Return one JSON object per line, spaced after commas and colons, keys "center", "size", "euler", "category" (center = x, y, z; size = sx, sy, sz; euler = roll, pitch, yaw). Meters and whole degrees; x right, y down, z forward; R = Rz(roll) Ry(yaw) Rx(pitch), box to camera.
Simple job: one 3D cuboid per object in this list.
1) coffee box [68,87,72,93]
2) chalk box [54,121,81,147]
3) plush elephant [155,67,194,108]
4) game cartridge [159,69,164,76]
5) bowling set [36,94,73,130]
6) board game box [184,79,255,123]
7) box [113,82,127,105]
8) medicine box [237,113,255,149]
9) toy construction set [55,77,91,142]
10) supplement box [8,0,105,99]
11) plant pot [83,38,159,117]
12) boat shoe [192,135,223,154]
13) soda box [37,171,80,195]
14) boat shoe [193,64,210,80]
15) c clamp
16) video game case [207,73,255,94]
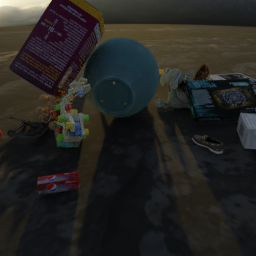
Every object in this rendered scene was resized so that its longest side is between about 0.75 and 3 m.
{"center": [-2.512, -1.913, 13.899], "size": [0.932, 0.205, 0.573], "euler": [-4, 26, -8], "category": "coffee box"}
{"center": [-1.898, 0.148, 8.951], "size": [0.751, 0.755, 1.214], "euler": [1, 24, 2], "category": "chalk box"}
{"center": [2.177, -1.801, 11.924], "size": [2.191, 1.696, 1.805], "euler": [-7, 26, -14], "category": "plush elephant"}
{"center": [2.169, -3.360, 17.017], "size": [0.888, 0.163, 1.008], "euler": [5, 28, 9], "category": "game cartridge"}
{"center": [-2.815, -0.954, 10.469], "size": [1.168, 1.514, 2.175], "euler": [-18, 27, -36], "category": "bowling set"}
{"center": [3.722, -1.114, 10.979], "size": [2.743, 0.386, 1.855], "euler": [-2, 56, -8], "category": "board game box"}
{"center": [-0.145, -1.439, 11.485], "size": [1.153, 0.805, 1.515], "euler": [-37, 40, -25], "category": "box"}
{"center": [4.404, 0.114, 9.042], "size": [1.409, 0.725, 1.283], "euler": [5, 26, 9], "category": "medicine box"}
{"center": [-1.604, -0.459, 8.008], "size": [0.957, 1.362, 2.078], "euler": [9, 52, -15], "category": "toy construction set"}
{"center": [-2.160, -2.606, 9.105], "size": [1.523, 2.952, 1.933], "euler": [33, 0, -5], "category": "supplement box"}
{"center": [-0.355, -1.541, 10.121], "size": [2.940, 2.940, 1.980], "euler": [3, 31, 6], "category": "plant pot"}
{"center": [2.515, 0.428, 8.842], "size": [0.406, 0.336, 1.129], "euler": [-16, 30, -30], "category": "boat shoe"}
{"center": [-1.703, 1.351, 6.900], "size": [0.990, 0.347, 0.314], "euler": [-7, 26, -13], "category": "soda box"}
{"center": [3.628, -2.550, 14.281], "size": [0.731, 0.686, 2.031], "euler": [6, 42, 32], "category": "boat shoe"}
{"center": [-3.581, 0.022, 9.731], "size": [1.561, 0.247, 1.827], "euler": [6, 17, -7], "category": "c clamp"}
{"center": [5.399, -2.273, 14.518], "size": [2.692, 0.346, 2.961], "euler": [-5, 25, -10], "category": "video game case"}
